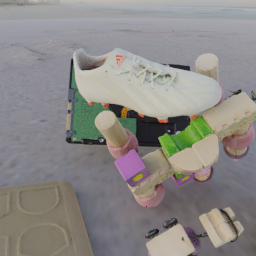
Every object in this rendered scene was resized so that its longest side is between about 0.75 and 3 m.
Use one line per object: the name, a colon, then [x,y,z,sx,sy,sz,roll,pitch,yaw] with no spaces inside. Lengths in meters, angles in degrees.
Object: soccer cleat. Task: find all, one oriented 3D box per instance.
soccer cleat: [0.131,-0.753,4.383,2.570,0.997,0.890,11,44,32]

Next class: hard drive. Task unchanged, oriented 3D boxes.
hard drive: [0.031,-0.553,6.568,2.830,1.977,0.535,2,-11,-5]

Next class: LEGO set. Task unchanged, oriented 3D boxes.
LEGO set: [3.545,-0.969,9.679,1.326,0.579,2.041,-18,18,-36]

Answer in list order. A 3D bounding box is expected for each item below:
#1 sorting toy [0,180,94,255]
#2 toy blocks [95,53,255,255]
sorting toy: [-1.600,1.742,3.919,2.160,0.388,2.899,1,24,-22]
toy blocks: [1.152,0.715,4.828,2.500,2.252,2.675,-29,56,1]
